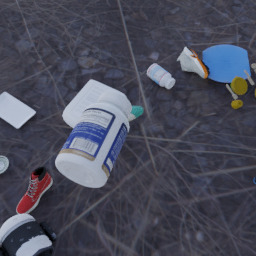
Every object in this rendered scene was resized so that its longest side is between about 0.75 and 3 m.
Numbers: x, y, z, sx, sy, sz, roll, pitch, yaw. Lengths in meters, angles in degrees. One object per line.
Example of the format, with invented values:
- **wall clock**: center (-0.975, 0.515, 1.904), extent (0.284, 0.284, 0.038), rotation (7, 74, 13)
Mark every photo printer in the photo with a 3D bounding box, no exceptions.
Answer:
- **photo printer**: center (-1.422, -0.780, 11.725), extent (1.947, 0.813, 2.340), rotation (25, 60, 15)

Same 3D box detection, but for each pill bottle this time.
- **pill bottle**: center (1.528, -2.352, 12.872), extent (0.694, 0.694, 1.276), rotation (-37, 64, -22)
- **pill bottle**: center (-0.772, 0.216, 7.413), extent (1.349, 1.349, 2.431), rotation (17, 56, 11)

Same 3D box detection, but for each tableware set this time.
- **tableware set**: center (5.521, -1.771, 12.451), extent (2.615, 0.401, 1.761), rotation (-35, 93, -18)

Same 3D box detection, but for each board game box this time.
- **board game box**: center (4.626, -2.949, 13.415), extent (2.098, 0.517, 2.655), rotation (3, 54, 10)

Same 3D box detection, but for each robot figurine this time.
- **robot figurine**: center (-3.085, 3.595, 8.552), extent (1.240, 1.493, 1.987), rotation (-47, 65, 1)

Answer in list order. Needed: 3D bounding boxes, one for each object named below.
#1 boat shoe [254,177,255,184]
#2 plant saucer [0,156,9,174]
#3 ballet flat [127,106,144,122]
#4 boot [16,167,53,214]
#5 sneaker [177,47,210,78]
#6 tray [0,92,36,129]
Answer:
- **boat shoe**: center (5.114, 2.076, 10.060), extent (1.114, 0.382, 0.469), rotation (19, 58, 12)
- **plant saucer**: center (-4.885, 1.438, 10.606), extent (0.779, 0.196, 0.779), rotation (0, 56, 1)
- **ballet flat**: center (-0.146, -0.389, 9.040), extent (1.416, 0.477, 0.498), rotation (-2, 57, 31)
- **boot**: center (-3.314, 2.112, 9.561), extent (0.591, 1.177, 1.631), rotation (25, 60, 16)
- **sneaker**: center (3.035, -2.872, 13.142), extent (0.771, 0.937, 2.037), rotation (14, 39, -40)
- **tray**: center (-5.012, -0.747, 12.068), extent (2.010, 0.223, 1.079), rotation (30, 60, 19)
